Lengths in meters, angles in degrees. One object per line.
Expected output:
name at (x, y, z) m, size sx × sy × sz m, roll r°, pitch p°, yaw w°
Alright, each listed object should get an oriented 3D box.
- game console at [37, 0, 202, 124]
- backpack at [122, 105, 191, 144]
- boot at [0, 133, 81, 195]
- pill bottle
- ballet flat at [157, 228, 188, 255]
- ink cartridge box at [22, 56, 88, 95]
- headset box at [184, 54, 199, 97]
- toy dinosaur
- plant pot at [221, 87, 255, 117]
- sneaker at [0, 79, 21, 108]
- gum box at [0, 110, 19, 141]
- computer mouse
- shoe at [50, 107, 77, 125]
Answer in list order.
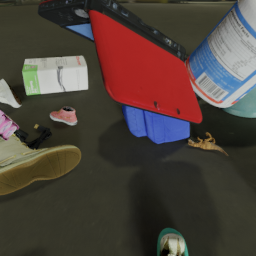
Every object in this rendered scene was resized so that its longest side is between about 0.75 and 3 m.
game console at (-0.056, -0.817, 3.730) m, size 1.676 × 1.155 × 1.945 m, roll 12°, pitch 1°, yaw 40°
backpack at (0.714, -0.830, 8.041) m, size 1.833 × 1.775 × 2.184 m, roll -5°, pitch 30°, yaw -4°
boot at (-2.284, 0.612, 6.524) m, size 2.032 × 0.732 × 1.571 m, roll -19°, pitch 33°, yaw -28°
pill bottle at (2.496, -1.756, 5.598) m, size 1.525 × 2.717 × 1.525 m, roll 18°, pitch 50°, yaw -22°
ballet flat at (0.681, 1.986, 4.231) m, size 0.499 × 0.521 × 1.481 m, roll 6°, pitch 29°, yaw 7°
ink cartridge box at (-2.867, -2.160, 11.217) m, size 2.361 × 0.992 × 1.718 m, roll -7°, pitch 30°, yaw -12°
headset box at (1.628, -1.987, 10.668) m, size 2.313 × 1.232 × 2.657 m, roll -17°, pitch 33°, yaw -28°
toy dinosaur at (2.137, 0.449, 7.344) m, size 1.073 × 0.324 × 0.570 m, roll 11°, pitch 57°, yaw 27°
plant pot at (3.932, -1.452, 9.121) m, size 2.690 × 1.802 × 2.690 m, roll 0°, pitch 28°, yaw 0°
sneaker at (-4.315, -1.055, 9.820) m, size 0.759 × 0.653 × 1.794 m, roll -39°, pitch 45°, yaw -11°
gum box at (-2.060, -0.151, 4.238) m, size 0.552 × 0.972 × 0.322 m, roll 38°, pitch 75°, yaw 1°
computer mouse at (-3.014, 0.091, 7.782) m, size 1.733 × 0.399 × 1.217 m, roll 12°, pitch 32°, yaw 20°
shoe at (-2.017, -0.456, 8.683) m, size 1.050 × 0.478 × 0.375 m, roll 18°, pitch 34°, yaw 29°
